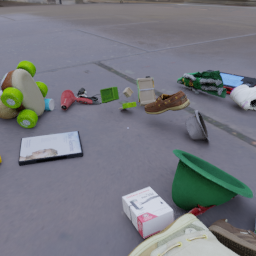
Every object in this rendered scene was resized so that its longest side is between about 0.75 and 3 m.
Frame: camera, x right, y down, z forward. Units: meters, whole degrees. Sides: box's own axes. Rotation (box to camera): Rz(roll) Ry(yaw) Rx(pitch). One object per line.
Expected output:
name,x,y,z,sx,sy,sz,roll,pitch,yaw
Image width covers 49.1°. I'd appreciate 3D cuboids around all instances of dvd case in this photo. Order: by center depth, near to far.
dvd case,-2.562,0.636,9.355,1.995,0.175,1.424,-7,31,-13

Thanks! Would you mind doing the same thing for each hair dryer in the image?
hair dryer,-2.192,-1.319,12.334,1.586,0.566,2.082,23,38,32

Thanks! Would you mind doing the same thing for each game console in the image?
game console,5.038,-2.405,14.328,2.832,0.440,2.504,19,36,29

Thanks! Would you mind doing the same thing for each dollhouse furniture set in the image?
dollhouse furniture set,0.068,-1.429,11.891,2.355,1.177,0.909,-12,5,-38

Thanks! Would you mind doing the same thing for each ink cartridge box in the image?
ink cartridge box,0.449,1.945,6.610,0.816,0.475,1.120,-16,22,-20

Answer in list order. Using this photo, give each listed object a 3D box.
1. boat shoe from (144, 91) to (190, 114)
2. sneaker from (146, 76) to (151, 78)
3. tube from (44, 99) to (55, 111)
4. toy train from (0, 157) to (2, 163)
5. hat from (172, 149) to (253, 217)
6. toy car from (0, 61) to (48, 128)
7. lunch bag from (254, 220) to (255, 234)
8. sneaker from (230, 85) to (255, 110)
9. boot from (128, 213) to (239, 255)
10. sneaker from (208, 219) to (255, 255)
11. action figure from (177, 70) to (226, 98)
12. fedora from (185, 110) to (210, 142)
boat shoe,1.343,-0.958,10.232,1.892,0.639,0.681,-8,28,44
sneaker,0.902,-2.412,14.356,0.292,0.410,0.826,19,37,27
tube,-4.139,-1.024,11.997,1.955,0.493,0.757,3,21,12
toy train,-4.875,1.172,7.835,2.110,0.781,2.809,2,31,2
hat,1.496,1.966,7.050,2.548,2.243,2.111,23,8,-28
toy car,-4.750,-1.129,10.883,2.565,2.024,2.107,-10,44,12
lunch bag,3.674,2.257,6.173,1.599,0.604,1.281,13,34,23
sneaker,5.712,-1.274,12.165,2.629,0.984,1.310,-12,52,-21
boot,1.094,2.786,4.963,2.551,0.919,1.973,-23,39,-36
sneaker,2.611,2.461,5.736,1.926,0.678,0.727,27,36,36
action figure,3.323,-2.121,13.250,0.681,1.471,2.490,-38,34,-24
fedora,2.396,-0.002,9.835,0.578,1.133,1.281,-23,42,21
